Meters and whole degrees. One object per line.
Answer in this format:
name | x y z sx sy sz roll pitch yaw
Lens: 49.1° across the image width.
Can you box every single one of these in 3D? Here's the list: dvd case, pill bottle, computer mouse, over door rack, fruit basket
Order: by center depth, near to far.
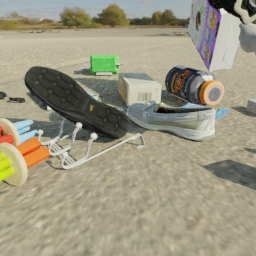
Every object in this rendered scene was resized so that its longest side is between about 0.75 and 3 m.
over door rack | -0.993 0.164 7.416 2.349 0.782 1.735 -14 27 -32
pill bottle | 2.635 -1.650 11.124 1.349 1.349 2.539 -9 23 -21
computer mouse | -5.084 -1.246 11.660 1.900 0.323 0.557 15 17 21
dvd case | -2.820 -1.417 11.950 2.101 0.317 2.878 -12 26 -28
fruit basket | -1.404 -3.810 17.234 2.396 1.213 2.587 -1 6 -3

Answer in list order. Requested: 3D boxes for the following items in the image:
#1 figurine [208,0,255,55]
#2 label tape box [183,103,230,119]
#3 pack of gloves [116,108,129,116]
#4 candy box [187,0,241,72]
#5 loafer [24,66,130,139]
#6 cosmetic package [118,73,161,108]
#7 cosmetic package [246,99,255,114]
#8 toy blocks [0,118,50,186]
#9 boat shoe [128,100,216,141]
figurine | 2.688 -2.312 6.038 0.993 2.306 2.250 -41 25 15
label tape box | 2.440 -0.380 9.161 1.457 0.461 1.051 14 26 32
pack of gloves | -0.123 -0.650 10.258 0.667 0.157 0.794 0 22 3
candy box | 3.051 -3.740 9.992 0.944 2.213 2.638 -9 51 -4
loafer | -1.367 -0.544 7.468 2.995 1.017 1.051 31 -27 -17
cosmetic package | 0.404 -1.635 11.653 1.327 0.897 2.523 -1 22 -9
cosmetic package | 4.820 -0.697 9.982 0.570 0.481 1.066 -6 26 -14
toy blocks | -2.757 0.499 6.301 2.232 0.973 2.678 12 25 28
boat shoe | 1.259 -0.424 8.615 2.958 0.948 1.090 19 29 39
